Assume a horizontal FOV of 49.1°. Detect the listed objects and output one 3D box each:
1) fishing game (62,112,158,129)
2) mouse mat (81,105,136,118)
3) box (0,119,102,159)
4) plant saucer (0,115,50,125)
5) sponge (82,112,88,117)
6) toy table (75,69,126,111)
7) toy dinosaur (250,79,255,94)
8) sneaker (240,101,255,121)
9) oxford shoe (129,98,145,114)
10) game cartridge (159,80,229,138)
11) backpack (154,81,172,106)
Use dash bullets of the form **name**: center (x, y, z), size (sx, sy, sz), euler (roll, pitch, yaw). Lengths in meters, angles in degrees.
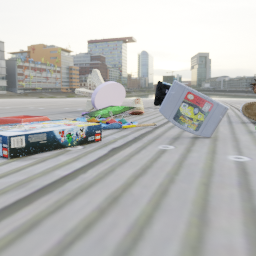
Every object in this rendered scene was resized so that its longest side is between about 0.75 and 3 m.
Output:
- **fishing game**: center (-0.732, -0.279, 8.884), size (2.120, 0.460, 2.961), euler (-3, 7, -43)
- **mouse mat**: center (-0.814, -0.725, 12.060), size (1.600, 0.075, 1.988), euler (7, 19, 39)
- **box**: center (-1.768, 0.141, 5.621), size (1.451, 0.400, 2.125), euler (6, 9, 39)
- **plant saucer**: center (-3.499, -0.253, 9.350), size (1.398, 0.257, 1.401), euler (3, 9, 26)
- **sponge**: center (-1.521, -0.629, 12.514), size (0.983, 0.147, 0.548), euler (-6, 10, -28)
- **toy table**: center (-1.458, -1.805, 14.900), size (1.484, 2.329, 2.533), euler (24, 9, 29)
- **toy dinosaur**: center (6.181, -1.679, 11.938), size (1.131, 1.787, 2.636), euler (0, -17, -13)
- **sneaker**: center (4.735, -0.595, 9.966), size (1.943, 0.692, 1.093), euler (6, 7, -7)
- **oxford shoe**: center (0.402, -1.090, 13.742), size (0.756, 0.788, 2.135), euler (0, 7, -2)
- **game cartridge**: center (1.477, -0.379, 6.449), size (1.401, 0.933, 0.286), euler (26, 20, -1)
- **backpack**: center (2.867, -2.113, 18.613), size (2.112, 1.723, 1.624), euler (9, 3, 7)
